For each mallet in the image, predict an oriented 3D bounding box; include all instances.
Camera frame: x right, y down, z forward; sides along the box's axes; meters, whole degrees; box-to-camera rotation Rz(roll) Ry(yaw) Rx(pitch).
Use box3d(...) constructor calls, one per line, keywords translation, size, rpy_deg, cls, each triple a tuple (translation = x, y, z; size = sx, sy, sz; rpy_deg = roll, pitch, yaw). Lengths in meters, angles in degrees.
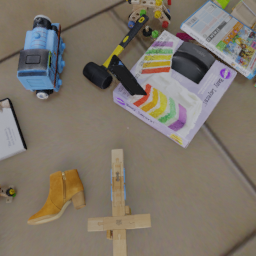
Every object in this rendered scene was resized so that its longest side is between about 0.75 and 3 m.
box3d(translation=(-0.392, -2.551, 8.895), size=(0.913, 0.571, 2.774), rpy_deg=(29, 82, 18), cls="mallet")

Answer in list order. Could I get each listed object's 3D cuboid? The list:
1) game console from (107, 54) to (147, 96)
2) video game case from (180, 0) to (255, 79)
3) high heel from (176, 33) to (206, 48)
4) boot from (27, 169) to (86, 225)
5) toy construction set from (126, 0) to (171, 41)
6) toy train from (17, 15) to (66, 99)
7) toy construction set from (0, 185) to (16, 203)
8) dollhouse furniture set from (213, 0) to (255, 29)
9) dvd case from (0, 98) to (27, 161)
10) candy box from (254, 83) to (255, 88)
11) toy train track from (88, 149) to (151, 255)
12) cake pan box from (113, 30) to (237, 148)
box3d(translation=(0.050, -1.421, 7.430), size=(0.639, 1.098, 0.966), rpy_deg=(-21, 37, 33), cls="game console")
box3d(translation=(3.234, -2.921, 9.022), size=(2.700, 0.240, 1.933), rpy_deg=(39, 58, 7), cls="video game case")
box3d(translation=(2.393, -3.035, 9.383), size=(1.509, 0.508, 0.724), rpy_deg=(-15, 69, 3), cls="high heel")
box3d(translation=(-1.989, 1.807, 7.522), size=(1.607, 0.565, 1.150), rpy_deg=(-19, 65, -11), cls="boot")
box3d(translation=(0.767, -4.125, 9.160), size=(1.513, 1.394, 1.814), rpy_deg=(31, 72, 25), cls="toy construction set")
box3d(translation=(-2.561, -2.203, 8.502), size=(1.113, 1.467, 2.569), rpy_deg=(0, 69, 0), cls="toy train")
box3d(translation=(-3.573, 1.634, 7.549), size=(0.969, 0.893, 1.162), rpy_deg=(-42, 53, 16), cls="toy construction set")
box3d(translation=(3.565, -4.369, 9.943), size=(2.321, 0.896, 1.160), rpy_deg=(43, 66, -5), cls="dollhouse furniture set")
box3d(translation=(-4.459, 0.327, 8.206), size=(2.558, 0.224, 1.825), rpy_deg=(-23, 71, -8), cls="dvd case")
box3d(translation=(4.799, -2.021, 8.176), size=(0.751, 1.949, 1.648), rpy_deg=(40, 73, 15), cls="candy box")
box3d(translation=(-0.227, 1.943, 7.517), size=(1.609, 0.456, 2.805), rpy_deg=(-5, 63, 5), cls="toy train track")
box3d(translation=(1.446, -1.282, 8.551), size=(2.702, 0.767, 2.934), rpy_deg=(36, 73, 10), cls="cake pan box")
